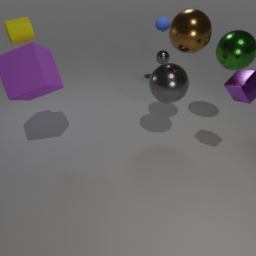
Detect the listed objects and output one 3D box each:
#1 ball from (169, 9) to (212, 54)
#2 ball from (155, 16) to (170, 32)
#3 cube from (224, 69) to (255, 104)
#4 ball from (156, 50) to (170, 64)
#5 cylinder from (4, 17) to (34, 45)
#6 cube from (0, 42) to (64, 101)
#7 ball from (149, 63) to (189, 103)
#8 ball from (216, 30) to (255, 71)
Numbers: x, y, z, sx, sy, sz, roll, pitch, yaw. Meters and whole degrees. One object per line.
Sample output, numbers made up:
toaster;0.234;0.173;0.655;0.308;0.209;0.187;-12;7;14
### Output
ball;2.054;-3.181;9.258;1.400;1.400;1.400;0;33;0
ball;1.646;-4.936;13.270;0.700;0.700;0.700;0;33;0
cube;3.472;-1.249;8.378;0.700;0.700;0.700;-46;26;-6
ball;1.761;-3.574;14.153;0.700;0.700;0.700;0;33;0
cylinder;-3.343;-2.987;8.614;0.700;0.700;0.700;-22;38;-21
cube;-3.181;-1.783;9.193;1.400;1.400;1.400;-19;3;8
ball;1.437;-1.569;9.846;1.400;1.400;1.400;0;33;0
ball;3.866;-2.766;10.009;1.400;1.400;1.400;0;33;0
